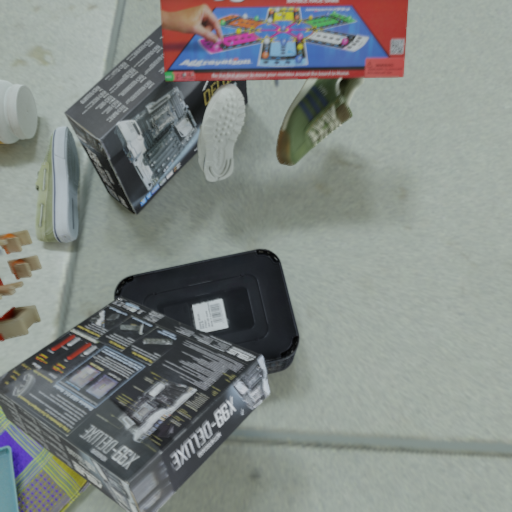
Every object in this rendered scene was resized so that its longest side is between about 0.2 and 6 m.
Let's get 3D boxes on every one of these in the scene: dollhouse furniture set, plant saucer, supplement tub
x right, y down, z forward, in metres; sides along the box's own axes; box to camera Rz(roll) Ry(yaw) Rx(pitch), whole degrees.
[{"bbox_3d":[-3.706,0.475,7.913,0.740,1.437,1.421,-9,110,11],"label":"dollhouse furniture set"},{"bbox_3d":[-4.563,4.926,9.687,1.039,0.282,2.971,-14,69,-10],"label":"plant saucer"},{"bbox_3d":[-5.997,-3.170,12.375,1.902,1.376,1.376,-1,70,0],"label":"supplement tub"}]

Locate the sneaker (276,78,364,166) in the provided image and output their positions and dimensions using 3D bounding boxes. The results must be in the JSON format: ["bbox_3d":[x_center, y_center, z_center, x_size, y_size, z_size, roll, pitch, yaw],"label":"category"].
[{"bbox_3d":[1.312,-2.771,10.865,1.079,0.806,2.403,14,68,31],"label":"sneaker"}]

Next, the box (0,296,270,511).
[{"bbox_3d":[-1.719,1.817,7.657,3.029,0.754,2.388,16,38,35],"label":"box"}]

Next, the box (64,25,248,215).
[{"bbox_3d":[-1.763,-3.067,11.446,0.969,3.072,3.895,38,73,13],"label":"box"}]

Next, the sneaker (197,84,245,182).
[{"bbox_3d":[-0.752,-2.329,10.279,0.763,1.997,0.804,-6,50,-24],"label":"sneaker"}]

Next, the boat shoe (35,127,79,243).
[{"bbox_3d":[-4.334,-1.558,12.037,0.822,0.954,2.651,-5,72,0],"label":"boat shoe"}]

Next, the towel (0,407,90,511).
[{"bbox_3d":[-4.277,3.702,10.415,2.693,0.307,1.934,41,76,14],"label":"towel"}]

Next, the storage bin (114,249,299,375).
[{"bbox_3d":[-0.909,1.319,10.685,3.145,1.474,2.126,-12,70,-3],"label":"storage bin"}]

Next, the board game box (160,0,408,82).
[{"bbox_3d":[0.476,-3.990,9.220,4.057,0.395,2.089,-3,109,-4],"label":"board game box"}]
